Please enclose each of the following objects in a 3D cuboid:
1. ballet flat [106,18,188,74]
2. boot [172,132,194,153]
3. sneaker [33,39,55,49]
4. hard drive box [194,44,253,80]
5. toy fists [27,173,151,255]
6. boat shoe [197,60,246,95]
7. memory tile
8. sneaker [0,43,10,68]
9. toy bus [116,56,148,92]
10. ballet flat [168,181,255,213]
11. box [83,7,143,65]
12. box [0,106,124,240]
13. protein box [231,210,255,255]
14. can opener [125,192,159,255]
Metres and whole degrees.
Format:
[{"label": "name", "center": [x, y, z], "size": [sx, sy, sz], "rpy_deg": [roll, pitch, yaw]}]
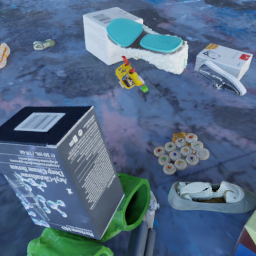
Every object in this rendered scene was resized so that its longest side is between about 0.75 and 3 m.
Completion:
[{"label": "ballet flat", "center": [0.385, -1.890, 6.667], "size": [0.907, 0.907, 2.527], "rpy_deg": [-27, 44, -27]}, {"label": "boot", "center": [1.523, 0.426, 7.802], "size": [0.560, 0.275, 0.782], "rpy_deg": [-6, 41, 4]}, {"label": "sneaker", "center": [-3.688, -3.625, 12.319], "size": [0.955, 0.320, 0.429], "rpy_deg": [-7, 45, -3]}, {"label": "hard drive box", "center": [3.663, -2.526, 10.796], "size": [1.714, 0.658, 1.336], "rpy_deg": [25, 48, 25]}, {"label": "toy fists", "center": [-0.761, 1.977, 5.277], "size": [1.508, 1.017, 2.959], "rpy_deg": [4, 39, 33]}, {"label": "boat shoe", "center": [3.250, -1.656, 9.885], "size": [0.635, 0.672, 1.872], "rpy_deg": [-44, 65, 0]}, {"label": "memory tile", "center": [1.390, 0.656, 7.377], "size": [1.267, 0.106, 0.971], "rpy_deg": [-23, 46, -3]}, {"label": "sneaker", "center": [-5.270, -2.812, 11.266], "size": [0.597, 0.605, 1.546], "rpy_deg": [-15, 40, 17]}, {"label": "toy bus", "center": [0.015, -1.565, 8.847], "size": [0.638, 1.234, 1.165], "rpy_deg": [-36, 77, 6]}, {"label": "ballet flat", "center": [1.948, 1.496, 6.245], "size": [2.073, 0.660, 0.699], "rpy_deg": [0, 39, -1]}, {"label": "box", "center": [-0.611, -3.836, 11.586], "size": [1.816, 1.556, 1.807], "rpy_deg": [-25, 47, -28]}, {"label": "box", "center": [-1.091, 0.698, 4.585], "size": [1.427, 1.923, 1.029], "rpy_deg": [1, 36, 27]}, {"label": "protein box", "center": [3.380, 2.059, 4.956], "size": [2.147, 1.459, 2.162], "rpy_deg": [30, 49, 33]}, {"label": "can opener", "center": [0.212, 2.175, 5.684], "size": [0.732, 0.579, 2.201], "rpy_deg": [-24, 31, 28]}]
